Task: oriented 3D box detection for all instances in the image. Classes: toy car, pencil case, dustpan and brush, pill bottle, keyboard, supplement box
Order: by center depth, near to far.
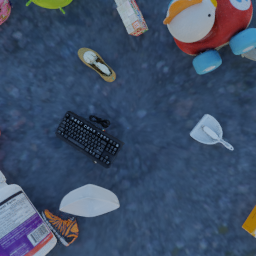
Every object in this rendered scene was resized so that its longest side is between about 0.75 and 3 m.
[{"bbox_3d":[1.957,-2.940,7.328,2.245,2.538,2.339,-26,81,31],"label":"toy car"},{"bbox_3d":[-3.319,2.524,7.719,1.490,1.490,2.674,-36,87,-2],"label":"pill bottle"},{"bbox_3d":[4.550,3.008,8.066,1.978,0.727,1.247,34,87,2],"label":"supplement box"},{"bbox_3d":[-1.098,0.171,8.252,2.055,0.264,1.234,30,86,16],"label":"keyboard"},{"bbox_3d":[2.626,0.255,8.455,1.254,0.359,0.875,39,87,3],"label":"dustpan and brush"},{"bbox_3d":[-4.759,-4.102,8.457,2.401,0.994,1.039,32,85,3],"label":"pencil case"}]

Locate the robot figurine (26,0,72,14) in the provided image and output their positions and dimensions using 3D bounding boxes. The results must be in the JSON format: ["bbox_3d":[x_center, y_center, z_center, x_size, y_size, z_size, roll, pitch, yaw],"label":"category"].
[{"bbox_3d":[-2.231,-4.839,8.114,2.485,1.639,2.832,6,93,-15],"label":"robot figurine"}]

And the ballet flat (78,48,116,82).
[{"bbox_3d":[-0.949,-2.006,8.565,1.473,0.464,0.506,39,87,3],"label":"ballet flat"}]

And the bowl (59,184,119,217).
[{"bbox_3d":[-1.052,2.010,7.804,1.340,1.342,0.501,-28,49,31],"label":"bowl"}]

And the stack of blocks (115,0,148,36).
[{"bbox_3d":[0.023,-3.528,8.360,0.421,0.827,1.437,-24,93,24],"label":"stack of blocks"}]

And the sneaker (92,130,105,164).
[{"bbox_3d":[-0.859,0.538,8.434,0.544,0.339,1.014,-8,83,6],"label":"sneaker"}]

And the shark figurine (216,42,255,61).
[{"bbox_3d":[3.698,-2.552,8.362,2.352,0.982,1.405,44,86,5],"label":"shark figurine"}]

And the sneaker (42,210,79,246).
[{"bbox_3d":[-1.923,2.767,8.272,0.708,0.490,1.264,-41,91,-11],"label":"sneaker"}]
